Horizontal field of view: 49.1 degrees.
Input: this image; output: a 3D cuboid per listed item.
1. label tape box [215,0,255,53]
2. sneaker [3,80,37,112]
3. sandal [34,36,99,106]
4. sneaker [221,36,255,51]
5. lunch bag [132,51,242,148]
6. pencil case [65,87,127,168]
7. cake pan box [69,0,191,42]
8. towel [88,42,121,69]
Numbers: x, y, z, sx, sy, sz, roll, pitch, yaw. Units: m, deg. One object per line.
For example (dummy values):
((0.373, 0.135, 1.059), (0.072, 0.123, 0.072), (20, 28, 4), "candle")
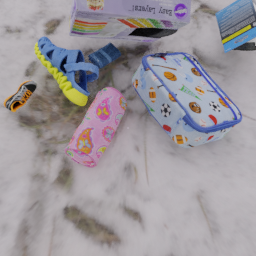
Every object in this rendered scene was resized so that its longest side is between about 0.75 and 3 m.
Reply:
((2.786, -2.513, 6.940), (0.413, 0.940, 1.303), (18, 59, -42), "label tape box")
((-2.664, -0.789, 7.091), (1.006, 0.394, 0.389), (-45, 55, -1), "sneaker")
((-1.595, -1.708, 7.544), (1.064, 0.971, 2.444), (-45, 69, 8), "sandal")
((3.309, -3.370, 7.876), (1.060, 1.615, 2.808), (9, 42, 15), "sneaker")
((1.415, -0.822, 6.785), (2.060, 0.972, 2.571), (-12, 60, -34), "lunch bag")
((-0.705, -0.050, 6.615), (0.852, 0.852, 1.948), (17, 59, 12), "pencil case")
((-0.079, -2.920, 7.418), (2.831, 2.607, 0.741), (-1, 98, -17), "cake pan box")
((-0.639, -2.040, 7.890), (0.513, 0.223, 0.919), (44, 57, 9), "towel")
